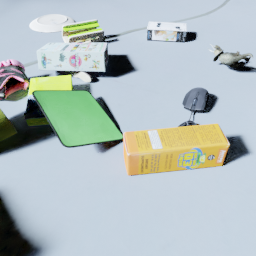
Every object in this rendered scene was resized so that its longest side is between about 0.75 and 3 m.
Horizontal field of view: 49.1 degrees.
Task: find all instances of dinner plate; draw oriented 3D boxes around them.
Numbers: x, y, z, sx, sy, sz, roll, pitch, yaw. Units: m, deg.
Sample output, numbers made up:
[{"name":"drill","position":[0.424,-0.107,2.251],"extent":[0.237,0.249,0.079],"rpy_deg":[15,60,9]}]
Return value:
[{"name":"dinner plate","position":[-4.125,-5.790,15.273],"extent":[2.471,0.300,2.471],"rpy_deg":[0,42,0]}]

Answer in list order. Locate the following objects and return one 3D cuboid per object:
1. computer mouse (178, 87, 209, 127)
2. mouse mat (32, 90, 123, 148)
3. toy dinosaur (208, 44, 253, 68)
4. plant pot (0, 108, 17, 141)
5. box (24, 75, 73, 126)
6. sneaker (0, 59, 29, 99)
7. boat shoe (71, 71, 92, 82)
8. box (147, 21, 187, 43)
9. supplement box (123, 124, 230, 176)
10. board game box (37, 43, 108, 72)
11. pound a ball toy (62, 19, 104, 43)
[{"name":"computer mouse","position":[2.012,-0.560,8.888],"extent":[0.804,0.467,2.742],"rpy_deg":[15,44,16]},{"name":"mouse mat","position":[-1.473,-0.384,8.277],"extent":[2.038,0.095,2.533],"rpy_deg":[-6,46,-39]},{"name":"toy dinosaur","position":[4.036,-2.686,10.968],"extent":[1.088,0.819,2.128],"rpy_deg":[-2,27,-13]},{"name":"plant pot","position":[-4.399,-0.026,7.513],"extent":[1.972,1.845,1.845],"rpy_deg":[-39,53,-20]},{"name":"box","position":[-2.528,-0.894,9.228],"extent":[1.466,0.573,2.404],"rpy_deg":[-7,41,-8]},{"name":"sneaker","position":[-4.784,-1.422,9.608],"extent":[2.912,1.150,1.389],"rpy_deg":[-26,58,-26]},{"name":"boat shoe","position":[-1.737,-2.045,10.774],"extent":[1.011,0.363,0.301],"rpy_deg":[23,42,29]},{"name":"box","position":[1.901,-4.733,13.772],"extent":[1.903,0.572,1.110],"rpy_deg":[5,41,5]},{"name":"supplement box","position":[1.208,0.551,7.304],"extent":[2.606,0.867,0.897],"rpy_deg":[-7,41,-7]},{"name":"board game box","position":[-2.085,-2.853,11.106],"extent":[2.489,0.800,1.836],"rpy_deg":[0,27,1]},{"name":"pound a ball toy","position":[-2.123,-4.096,12.983],"extent":[2.080,0.884,1.356],"rpy_deg":[-21,70,-23]}]
